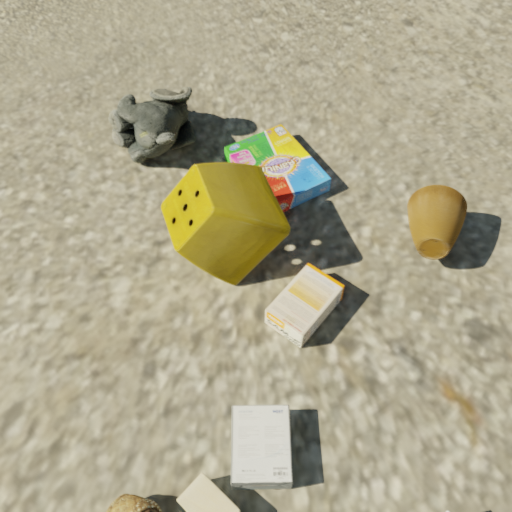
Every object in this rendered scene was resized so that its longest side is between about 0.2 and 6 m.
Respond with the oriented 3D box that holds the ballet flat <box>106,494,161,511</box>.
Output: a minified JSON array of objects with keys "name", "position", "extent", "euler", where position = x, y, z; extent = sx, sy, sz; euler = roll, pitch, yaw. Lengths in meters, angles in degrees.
[{"name":"ballet flat","position":[-2.514,4.626,8.012],"extent":[0.908,0.981,2.783],"euler":[17,49,43]}]

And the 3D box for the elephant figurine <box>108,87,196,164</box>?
[{"name":"elephant figurine","position":[-2.115,-3.330,13.153],"extent":[1.860,1.696,2.397],"euler":[48,50,1]}]

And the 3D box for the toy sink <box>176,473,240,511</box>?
[{"name":"toy sink","position":[-0.706,3.905,8.628],"extent":[0.867,0.486,0.565],"euler":[34,61,27]}]

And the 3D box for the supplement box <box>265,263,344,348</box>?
[{"name":"supplement box","position":[0.925,0.930,10.696],"extent":[0.883,0.515,1.402],"euler":[34,61,22]}]

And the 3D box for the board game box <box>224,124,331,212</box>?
[{"name":"board game box","position":[0.465,-1.988,12.813],"extent":[1.602,0.422,2.094],"euler":[-26,59,-17]}]

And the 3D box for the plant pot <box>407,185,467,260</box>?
[{"name":"plant pot","position":[3.580,-0.577,11.253],"extent":[1.187,1.187,1.274],"euler":[14,49,10]}]

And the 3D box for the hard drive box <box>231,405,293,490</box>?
[{"name":"hard drive box","position":[0.081,3.121,9.173],"extent":[0.978,0.482,1.255],"euler":[0,55,0]}]

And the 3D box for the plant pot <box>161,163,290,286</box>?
[{"name":"plant pot","position":[-0.749,-0.739,10.732],"extent":[1.592,1.805,1.805],"euler":[13,42,-42]}]
